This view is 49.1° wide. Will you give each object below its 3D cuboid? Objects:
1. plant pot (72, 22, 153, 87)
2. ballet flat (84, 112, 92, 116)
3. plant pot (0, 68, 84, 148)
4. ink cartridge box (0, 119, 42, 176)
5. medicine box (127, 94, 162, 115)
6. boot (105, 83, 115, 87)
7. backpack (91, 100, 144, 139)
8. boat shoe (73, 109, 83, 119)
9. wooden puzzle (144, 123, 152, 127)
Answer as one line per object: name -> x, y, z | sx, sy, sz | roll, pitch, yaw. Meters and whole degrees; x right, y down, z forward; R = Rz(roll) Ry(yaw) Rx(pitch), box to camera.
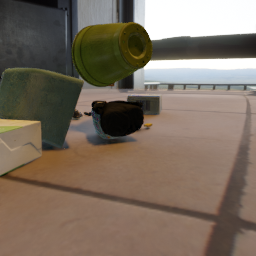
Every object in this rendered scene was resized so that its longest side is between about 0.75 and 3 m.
plant pot -> -0.466, -3.088, 11.250 | 2.650, 2.650, 2.552 | -9, 7, -40
ballet flat -> -2.201, -0.817, 15.420 | 0.267, 0.228, 0.804 | -7, 13, -36
plant pot -> -2.846, -0.859, 8.623 | 2.154, 2.109, 2.115 | 19, 3, -22
ink cartridge box -> -3.856, 0.340, 6.868 | 2.932, 0.987, 1.717 | 3, 11, 15
medicine box -> 1.011, -1.427, 16.465 | 1.866, 1.054, 2.049 | 2, 11, 10
boot -> -1.123, -2.425, 13.046 | 1.084, 0.533, 1.514 | 0, -24, 3
backpack -> -0.550, -0.329, 9.697 | 1.694, 1.285, 2.030 | -6, 12, -25
boat shoe -> -2.594, -0.748, 14.368 | 0.539, 0.465, 1.483 | -1, 10, -6
wooden puzzle -> 0.036, -0.062, 11.409 | 1.840, 0.215, 1.242 | 2, 6, 9
